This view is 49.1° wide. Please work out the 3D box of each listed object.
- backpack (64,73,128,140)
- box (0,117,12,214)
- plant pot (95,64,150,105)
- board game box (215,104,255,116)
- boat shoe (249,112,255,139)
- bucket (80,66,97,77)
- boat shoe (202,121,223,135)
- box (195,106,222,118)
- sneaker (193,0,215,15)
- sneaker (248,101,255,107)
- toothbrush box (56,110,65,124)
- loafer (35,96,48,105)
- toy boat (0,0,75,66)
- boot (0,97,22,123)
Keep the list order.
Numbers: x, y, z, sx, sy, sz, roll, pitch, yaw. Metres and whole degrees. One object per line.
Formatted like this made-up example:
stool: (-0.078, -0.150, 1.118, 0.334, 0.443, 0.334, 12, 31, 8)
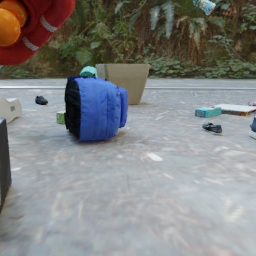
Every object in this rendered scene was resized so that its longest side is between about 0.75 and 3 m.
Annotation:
backpack: (-0.846, -0.610, 7.510, 1.729, 1.674, 2.060, -6, 14, -14)
box: (-2.534, 0.593, 3.243, 1.945, 1.198, 1.929, -3, 11, -15)
plant pot: (-0.334, -2.267, 14.436, 2.270, 2.012, 2.272, -4, 12, -18)
board game box: (4.446, -0.782, 11.831, 1.624, 0.210, 1.624, 10, 15, 39)
boat shoe: (3.822, 0.067, 6.678, 0.890, 0.735, 2.377, -2, 12, -8)
bucket: (-3.481, -4.497, 25.048, 1.827, 1.827, 1.188, 2, 28, 9)
boat shoe: (2.464, -0.044, 8.203, 0.358, 0.309, 0.986, -2, 12, -10)
box: (3.155, -0.637, 10.964, 1.195, 0.294, 0.492, -12, 17, -43)
sneaker: (2.604, -4.315, 9.756, 0.707, 0.430, 1.082, 27, 25, -12)
sneaker: (5.811, -1.104, 13.052, 0.503, 0.318, 0.894, 12, 9, 31)
toothbrush box: (-1.869, -0.365, 9.486, 0.901, 0.388, 0.656, 3, 12, 18)
loafer: (-4.441, -1.434, 14.308, 0.413, 0.427, 1.217, -10, 16, -38)
toy boat: (-2.698, -2.538, 6.417, 2.966, 1.936, 1.939, -33, 33, 31)
boot: (-4.651, -0.570, 9.667, 1.219, 0.938, 2.550, -8, 5, -2)
